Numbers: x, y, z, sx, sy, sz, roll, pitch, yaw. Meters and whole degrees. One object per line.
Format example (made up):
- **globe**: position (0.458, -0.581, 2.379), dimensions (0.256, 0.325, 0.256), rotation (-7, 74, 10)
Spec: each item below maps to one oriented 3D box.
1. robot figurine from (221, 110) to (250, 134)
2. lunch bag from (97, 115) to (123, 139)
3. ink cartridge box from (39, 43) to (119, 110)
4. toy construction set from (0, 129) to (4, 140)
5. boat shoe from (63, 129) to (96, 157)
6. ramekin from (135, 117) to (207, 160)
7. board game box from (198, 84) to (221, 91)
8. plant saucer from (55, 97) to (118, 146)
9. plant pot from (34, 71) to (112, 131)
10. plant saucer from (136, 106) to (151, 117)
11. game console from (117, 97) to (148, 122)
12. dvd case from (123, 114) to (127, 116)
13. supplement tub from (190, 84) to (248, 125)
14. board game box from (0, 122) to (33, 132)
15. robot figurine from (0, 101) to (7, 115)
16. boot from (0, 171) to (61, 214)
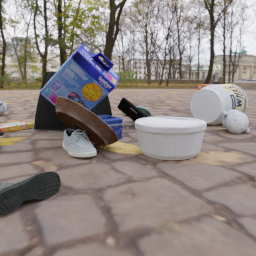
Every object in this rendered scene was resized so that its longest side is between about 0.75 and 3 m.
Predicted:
- **robot figurine**: position (3.923, -0.244, 10.286), dimensions (1.196, 0.797, 1.411), rotation (34, 13, 0)
- **lunch bag**: position (-0.795, -0.037, 9.150), dimensions (1.205, 0.797, 0.818), rotation (-7, 12, -39)
- **ink cartridge box**: position (-1.431, -1.520, 9.046), dimensions (2.393, 1.632, 0.913), rotation (-40, 21, 25)
- **toy construction set**: position (-4.207, 0.169, 7.609), dimensions (1.347, 0.946, 2.054), rotation (22, 6, -31)
- **boat shoe**: position (-1.365, 0.351, 7.494), dimensions (0.609, 0.622, 1.746), rotation (-6, 12, -30)
- **ramekin**: position (1.111, 0.237, 7.419), dimensions (1.874, 0.873, 1.874), rotation (-1, 10, 0)
- **board game box**: position (5.189, -1.766, 16.524), dimensions (1.584, 1.585, 1.584), rotation (10, 14, 44)
- **plant saucer**: position (-1.212, -0.087, 7.699), dimensions (2.046, 0.352, 2.046), rotation (31, -17, 10)
- **plant pot**: position (-2.123, -1.171, 11.437), dimensions (2.528, 2.248, 2.534), rotation (3, 9, 13)
- **plant saucer**: position (0.600, -0.741, 12.828), dimensions (0.961, 0.173, 0.961), rotation (12, -27, 6)
- **game console**: position (0.306, -0.731, 11.308), dimensions (0.758, 1.303, 1.146), rotation (-49, -4, -31)
- **dvd case**: position (0.327, -0.689, 14.841), dimensions (0.935, 0.075, 0.696), rotation (-7, 12, -35)
- **supplement tub**: position (3.991, -1.057, 12.317), dimensions (1.704, 1.704, 2.351), rotation (10, 15, 44)
- **board game box**: position (-4.645, -0.012, 10.695), dimensions (0.848, 0.266, 1.775), rotation (8, 16, 42)
- **robot figurine**: position (-6.938, -1.011, 14.539), dimensions (1.205, 0.802, 1.421), rotation (-33, -6, 27)
- **boot**: position (-1.856, 0.982, 4.638), dimensions (0.866, 0.449, 1.326), rotation (0, 7, 35)
